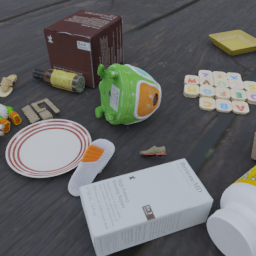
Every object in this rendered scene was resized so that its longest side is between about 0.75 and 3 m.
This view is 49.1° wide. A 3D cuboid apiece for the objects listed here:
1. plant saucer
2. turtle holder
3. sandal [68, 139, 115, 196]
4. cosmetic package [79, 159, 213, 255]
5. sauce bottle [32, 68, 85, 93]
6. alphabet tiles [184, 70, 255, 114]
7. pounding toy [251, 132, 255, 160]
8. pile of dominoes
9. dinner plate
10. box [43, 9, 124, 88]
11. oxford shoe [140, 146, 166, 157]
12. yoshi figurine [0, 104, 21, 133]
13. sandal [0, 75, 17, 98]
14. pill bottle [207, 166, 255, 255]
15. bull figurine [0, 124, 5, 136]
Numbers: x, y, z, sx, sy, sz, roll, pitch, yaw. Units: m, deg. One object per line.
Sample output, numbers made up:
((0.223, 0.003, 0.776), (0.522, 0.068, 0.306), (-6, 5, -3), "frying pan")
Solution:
((5.293, -4.180, 13.863), (1.942, 0.471, 1.942), (-13, 42, -16), "plant saucer")
((-0.078, -1.055, 9.383), (1.851, 2.607, 1.980), (-2, 82, -23), "turtle holder")
((-1.056, 1.068, 7.709), (0.681, 0.510, 1.778), (34, 67, 2), "sandal")
((0.387, 1.772, 6.508), (2.730, 1.011, 1.388), (-15, 44, -14), "cosmetic package")
((-2.779, -1.962, 11.083), (2.220, 0.718, 0.718), (17, 44, 18), "sauce bottle")
((3.667, -1.535, 10.969), (2.909, 0.212, 2.845), (8, 41, 8), "alphabet tiles")
((4.553, 0.749, 7.739), (1.639, 1.266, 1.781), (-27, 37, -29), "pounding toy")
((-3.105, -0.560, 9.940), (1.061, 0.217, 1.361), (-24, 38, -25), "pile of dominoes")
((-2.339, 0.591, 8.425), (2.488, 0.302, 2.488), (0, 41, 0), "dinner plate")
((-1.687, -3.365, 11.621), (2.143, 2.121, 2.583), (19, 44, 20), "box")
((0.724, 0.676, 8.175), (0.800, 0.282, 0.299), (-3, 73, 22), "oxford shoe")
((-4.460, -0.483, 9.470), (1.692, 0.951, 0.948), (34, 94, 16), "yoshi figurine")
((-4.824, -1.828, 11.091), (0.549, 0.492, 1.497), (0, 41, 0), "sandal")
((3.156, 1.630, 6.217), (2.965, 1.546, 1.546), (-28, 48, -27), "pill bottle")
((-4.586, 0.251, 8.504), (2.231, 0.726, 1.354), (31, 47, 29), "bull figurine")
